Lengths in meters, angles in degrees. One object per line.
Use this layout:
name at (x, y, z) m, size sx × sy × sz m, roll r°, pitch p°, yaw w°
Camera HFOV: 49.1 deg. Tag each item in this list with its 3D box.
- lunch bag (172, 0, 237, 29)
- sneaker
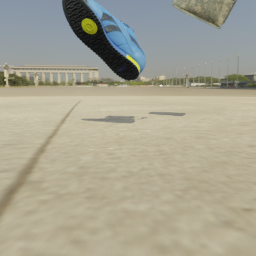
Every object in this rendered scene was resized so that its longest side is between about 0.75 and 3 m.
lunch bag at (2.059, -3.554, 7.296) m, size 1.575 × 1.292 × 0.926 m, roll 30°, pitch 42°, yaw 9°
sneaker at (-0.458, -2.231, 6.509) m, size 0.816 × 0.971 × 2.476 m, roll -13°, pitch -46°, yaw 44°
